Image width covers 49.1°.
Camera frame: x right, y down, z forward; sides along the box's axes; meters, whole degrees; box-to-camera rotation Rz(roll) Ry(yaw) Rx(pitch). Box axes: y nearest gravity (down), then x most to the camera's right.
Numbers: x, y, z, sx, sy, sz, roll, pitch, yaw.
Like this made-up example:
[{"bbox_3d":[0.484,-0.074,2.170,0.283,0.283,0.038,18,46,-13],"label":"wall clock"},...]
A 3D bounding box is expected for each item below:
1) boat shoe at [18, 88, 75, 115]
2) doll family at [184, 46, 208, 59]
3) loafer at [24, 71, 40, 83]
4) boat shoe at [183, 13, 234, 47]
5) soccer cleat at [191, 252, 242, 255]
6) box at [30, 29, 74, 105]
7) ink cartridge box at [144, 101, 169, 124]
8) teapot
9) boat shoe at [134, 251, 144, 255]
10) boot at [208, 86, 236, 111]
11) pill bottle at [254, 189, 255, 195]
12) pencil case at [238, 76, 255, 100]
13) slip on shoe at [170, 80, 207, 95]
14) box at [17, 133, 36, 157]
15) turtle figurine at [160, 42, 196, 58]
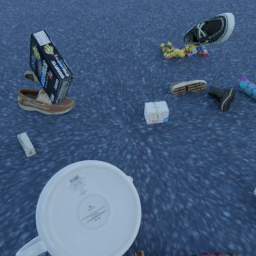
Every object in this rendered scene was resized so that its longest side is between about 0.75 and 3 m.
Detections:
[{"bbox_3d":[-3.497,-1.179,11.787,2.481,0.891,0.939,4,44,4],"label":"boat shoe"},{"bbox_3d":[3.737,-4.330,15.306,1.393,0.628,0.865,-8,44,-8],"label":"doll family"},{"bbox_3d":[-3.730,-2.060,11.503,1.139,0.433,0.384,7,30,-1],"label":"loafer"},{"bbox_3d":[2.927,-3.555,10.492,0.832,0.924,2.613,-6,3,-15],"label":"boat shoe"},{"bbox_3d":[1.746,3.687,6.824,2.598,0.907,1.121,0,71,-10],"label":"soccer cleat"},{"bbox_3d":[-2.342,-1.722,8.363,0.451,1.958,1.557,-32,89,-25],"label":"box"},{"bbox_3d":[1.144,-0.624,11.387,0.869,0.640,0.628,-6,44,-5],"label":"ink cartridge box"},{"bbox_3d":[-1.150,2.271,7.431,2.805,2.049,2.769,16,68,-15],"label":"teapot"},{"bbox_3d":[0.242,3.799,6.769,0.559,0.559,1.588,-7,45,0],"label":"boat shoe"},{"bbox_3d":[3.927,-1.309,12.214,1.162,0.651,1.680,18,33,25],"label":"boot"},{"bbox_3d":[5.058,2.225,7.743,1.519,1.519,2.680,-29,50,-27],"label":"pill bottle"},{"bbox_3d":[5.621,-1.700,12.522,0.596,0.648,1.402,-26,48,-25],"label":"pencil case"},{"bbox_3d":[2.759,-1.936,12.826,1.679,0.638,0.509,-13,46,-2],"label":"slip on shoe"},{"bbox_3d":[-3.727,0.606,10.286,0.320,0.384,0.935,-25,47,-23],"label":"box"},{"bbox_3d":[2.572,-4.180,15.150,1.985,0.639,1.601,-28,42,-17],"label":"turtle figurine"}]
